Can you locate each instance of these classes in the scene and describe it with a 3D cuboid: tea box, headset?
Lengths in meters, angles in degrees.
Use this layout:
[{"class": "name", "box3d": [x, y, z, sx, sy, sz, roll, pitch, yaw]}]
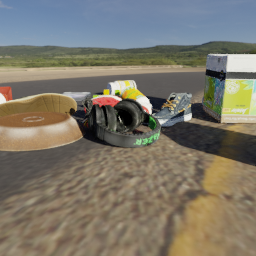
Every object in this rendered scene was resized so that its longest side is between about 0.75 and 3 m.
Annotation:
[{"class": "tea box", "box3d": [3.795, -1.487, 10.048, 1.533, 2.258, 2.295, 0, 14, 0]}, {"class": "headset", "box3d": [-0.400, -0.109, 7.883, 1.754, 1.335, 2.841, -15, 35, -39]}]

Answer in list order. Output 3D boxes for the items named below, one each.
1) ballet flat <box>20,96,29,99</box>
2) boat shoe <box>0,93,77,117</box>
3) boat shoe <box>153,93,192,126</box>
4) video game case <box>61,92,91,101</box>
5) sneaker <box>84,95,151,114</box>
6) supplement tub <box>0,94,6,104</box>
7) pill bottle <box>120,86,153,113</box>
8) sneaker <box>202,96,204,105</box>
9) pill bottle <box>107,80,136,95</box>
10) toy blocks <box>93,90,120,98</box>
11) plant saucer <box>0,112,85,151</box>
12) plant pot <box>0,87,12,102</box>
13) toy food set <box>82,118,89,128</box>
[{"class": "ballet flat", "box3d": [-4.610, -1.271, 13.096, 1.147, 0.390, 0.392, 2, 23, 10]}, {"class": "boat shoe", "box3d": [-3.172, -0.714, 9.773, 2.697, 0.973, 0.876, -9, 17, -13]}, {"class": "boat shoe", "box3d": [1.418, -0.668, 9.445, 0.757, 0.971, 2.139, 13, 19, 41]}, {"class": "video game case", "box3d": [-2.956, -1.718, 15.214, 1.539, 0.204, 2.154, 0, 15, 2]}, {"class": "sneaker", "box3d": [-0.458, -0.549, 9.190, 2.340, 0.917, 1.352, 1, 13, 10]}, {"class": "supplement tub", "box3d": [-5.307, -0.966, 10.483, 1.053, 1.053, 1.596, -12, 17, -38]}, {"class": "pill bottle", "box3d": [0.338, -0.972, 10.559, 0.730, 0.730, 1.314, -10, 41, -35]}, {"class": "sneaker", "box3d": [4.122, -1.055, 12.015, 1.877, 0.727, 0.748, -6, 35, -6]}, {"class": "pill bottle", "box3d": [-0.376, -2.256, 15.991, 1.517, 0.867, 0.867, -8, 16, -27]}, {"class": "toy blocks", "box3d": [-0.601, -1.171, 12.096, 1.745, 0.872, 1.193, -2, 3, -5]}, {"class": "plant saucer", "box3d": [-2.666, -0.035, 7.921, 2.867, 0.524, 2.867, 0, 15, 0]}, {"class": "plant pot", "box3d": [-5.624, -1.298, 12.430, 0.852, 0.851, 0.751, -5, 26, -19]}, {"class": "toy food set", "box3d": [-0.978, -0.128, 8.309, 0.579, 0.321, 0.984, -35, -9, 0]}]
